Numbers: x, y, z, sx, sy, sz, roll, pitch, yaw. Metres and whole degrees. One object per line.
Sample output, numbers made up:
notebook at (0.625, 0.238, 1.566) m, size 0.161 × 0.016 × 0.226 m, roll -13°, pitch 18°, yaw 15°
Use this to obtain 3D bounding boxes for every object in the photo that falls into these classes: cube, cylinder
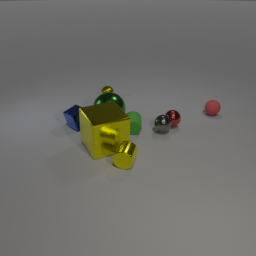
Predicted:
cube at (-0.854, 0.043, 10.113) m, size 1.400 × 1.400 × 1.400 m, roll -14°, pitch 36°, yaw -24°
cube at (-2.135, -0.446, 11.617) m, size 0.700 × 0.700 × 0.700 m, roll 23°, pitch 49°, yaw 40°
cylinder at (-0.085, 0.894, 9.350) m, size 0.700 × 0.700 × 0.700 m, roll 7°, pitch 33°, yaw 13°
cylinder at (0.196, -0.203, 11.303) m, size 0.700 × 0.700 × 0.700 m, roll 0°, pitch 41°, yaw 1°

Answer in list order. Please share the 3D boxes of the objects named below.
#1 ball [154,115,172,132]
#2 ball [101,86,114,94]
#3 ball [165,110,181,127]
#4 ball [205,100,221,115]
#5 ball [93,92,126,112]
ball at (1.393, -0.187, 11.225) m, size 0.700 × 0.700 × 0.700 m, roll 0°, pitch 28°, yaw 0°
ball at (-1.051, -1.827, 14.469) m, size 0.700 × 0.700 × 0.700 m, roll 0°, pitch 28°, yaw 0°
ball at (1.855, -0.412, 11.691) m, size 0.700 × 0.700 × 0.700 m, roll 0°, pitch 28°, yaw 0°
ball at (3.859, -0.936, 12.751) m, size 0.700 × 0.700 × 0.700 m, roll 0°, pitch 28°, yaw 0°
ball at (-0.791, -0.816, 11.848) m, size 1.400 × 1.400 × 1.400 m, roll 0°, pitch 28°, yaw 0°
